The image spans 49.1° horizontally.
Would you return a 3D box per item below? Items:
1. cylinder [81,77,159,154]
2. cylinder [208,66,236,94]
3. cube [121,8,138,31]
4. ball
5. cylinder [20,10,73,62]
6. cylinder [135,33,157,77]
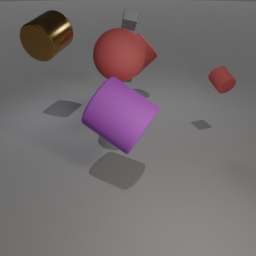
[{"bbox_3d":[-0.180,-0.305,6.891,1.400,1.400,1.400,35,35,4],"label":"cylinder"},{"bbox_3d":[3.304,-1.694,9.843,0.700,0.700,0.700,-11,55,-19],"label":"cylinder"},{"bbox_3d":[0.084,-5.392,13.961,0.700,0.700,0.700,10,68,-8],"label":"cube"},{"bbox_3d":[-0.239,-1.954,7.539,1.400,1.400,1.400,0,28,0],"label":"ball"},{"bbox_3d":[-2.928,-3.352,10.181,1.400,1.400,1.400,10,43,19],"label":"cylinder"},{"bbox_3d":[0.387,-3.334,12.843,1.400,1.400,1.400,-42,31,7],"label":"cylinder"}]
